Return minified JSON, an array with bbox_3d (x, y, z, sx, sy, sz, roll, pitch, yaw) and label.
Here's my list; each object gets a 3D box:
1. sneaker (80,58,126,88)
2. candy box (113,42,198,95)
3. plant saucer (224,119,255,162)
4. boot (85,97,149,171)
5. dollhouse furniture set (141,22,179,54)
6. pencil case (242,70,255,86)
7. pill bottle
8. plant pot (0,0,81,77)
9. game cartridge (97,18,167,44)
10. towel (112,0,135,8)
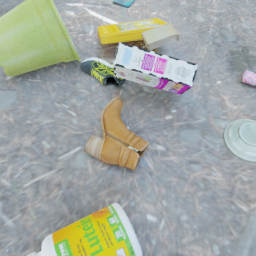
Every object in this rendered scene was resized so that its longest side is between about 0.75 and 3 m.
[{"bbox_3d":[-0.973,-2.110,10.730,1.937,0.721,0.819,13,56,9],"label":"sneaker"},{"bbox_3d":[0.812,-1.873,9.152,2.503,1.707,0.764,15,88,-2],"label":"candy box"},{"bbox_3d":[4.068,0.294,9.260,1.680,0.422,1.680,0,55,0],"label":"plant saucer"},{"bbox_3d":[-0.129,0.175,9.094,1.787,0.851,2.310,19,70,16],"label":"boot"},{"bbox_3d":[1.269,-2.898,10.594,1.147,1.763,1.620,-20,56,0],"label":"dollhouse furniture set"},{"bbox_3d":[4.963,-1.817,10.674,1.152,0.504,0.504,24,59,16],"label":"pencil case"},{"bbox_3d":[-1.131,3.034,6.718,2.654,1.474,1.474,-23,59,-15],"label":"pill bottle"},{"bbox_3d":[-3.665,-3.364,10.545,2.745,2.986,2.986,-26,59,-4],"label":"plant pot"},{"bbox_3d":[0.165,-4.069,11.624,2.801,0.454,2.469,-8,29,-6],"label":"game cartridge"},{"bbox_3d":[-0.111,-6.535,14.136,0.933,0.138,1.272,22,58,14],"label":"towel"}]
